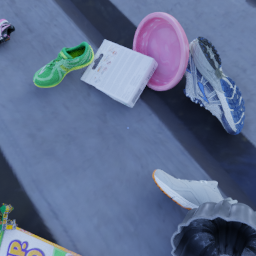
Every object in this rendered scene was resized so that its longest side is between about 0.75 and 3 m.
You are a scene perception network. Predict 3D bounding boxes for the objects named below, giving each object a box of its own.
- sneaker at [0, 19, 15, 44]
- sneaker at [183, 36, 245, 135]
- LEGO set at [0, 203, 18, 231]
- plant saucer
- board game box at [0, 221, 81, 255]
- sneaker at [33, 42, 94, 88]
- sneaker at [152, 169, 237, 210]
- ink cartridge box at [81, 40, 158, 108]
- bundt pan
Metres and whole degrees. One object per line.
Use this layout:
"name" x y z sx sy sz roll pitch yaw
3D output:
"sneaker" -4.014 -2.871 8.809 0.515 0.479 1.192 27 80 4
"sneaker" 2.291 -1.058 7.901 1.089 1.204 2.825 -26 89 -46
"LEGO set" -2.937 2.087 6.483 0.878 0.509 0.675 -16 69 18
"plant saucer" 0.952 -2.113 7.832 0.530 2.091 2.091 -17 66 -34
"board game box" -2.058 3.325 6.368 2.953 0.443 1.410 19 71 11
"sneaker" -1.893 -1.882 8.003 1.957 0.818 0.725 -36 69 -14
"sneaker" 1.624 1.544 6.837 2.161 0.818 0.994 35 83 5
"ink cartridge box" -0.283 -1.637 8.286 1.868 0.468 1.503 29 85 28
"bundt pan" 2.078 2.413 5.770 2.285 2.285 0.858 26 34 10
